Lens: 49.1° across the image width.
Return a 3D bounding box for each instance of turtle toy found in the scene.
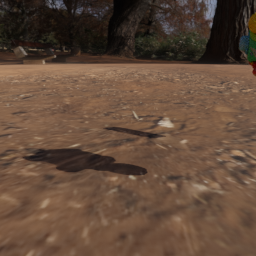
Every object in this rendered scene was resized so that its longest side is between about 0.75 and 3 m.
[{"bbox_3d":[2.072,-0.950,3.835,1.023,1.403,0.709,-12,-18,-30],"label":"turtle toy"}]
